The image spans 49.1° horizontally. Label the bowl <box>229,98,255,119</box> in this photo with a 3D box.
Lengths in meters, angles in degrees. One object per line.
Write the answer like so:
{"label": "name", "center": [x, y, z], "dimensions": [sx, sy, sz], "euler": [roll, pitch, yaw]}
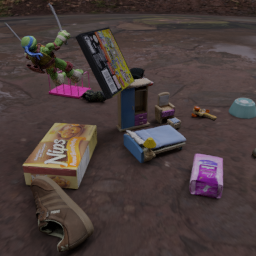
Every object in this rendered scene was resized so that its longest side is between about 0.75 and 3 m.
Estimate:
{"label": "bowl", "center": [5.038, -0.921, 12.170], "dimensions": [1.161, 0.607, 1.161], "euler": [1, 28, -1]}

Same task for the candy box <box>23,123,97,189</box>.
{"label": "candy box", "center": [-1.999, 0.761, 8.880], "dimensions": [1.540, 0.738, 2.669], "euler": [3, 28, 6]}

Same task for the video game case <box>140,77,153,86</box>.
{"label": "video game case", "center": [0.274, -2.497, 15.565], "dimensions": [1.878, 0.164, 1.343], "euler": [-15, 32, -25]}

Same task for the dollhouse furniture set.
{"label": "dollhouse furniture set", "center": [1.111, -0.432, 9.927], "dimensions": [2.699, 1.865, 2.859], "euler": [-12, 31, -21]}

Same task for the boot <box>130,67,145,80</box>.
{"label": "boot", "center": [0.118, -3.098, 15.879], "dimensions": [1.643, 0.608, 1.347], "euler": [13, 32, 9]}

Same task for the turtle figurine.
{"label": "turtle figurine", "center": [-2.446, -2.495, 8.957], "dimensions": [1.630, 2.196, 2.265], "euler": [-34, 53, 4]}

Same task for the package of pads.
{"label": "package of pads", "center": [2.266, 1.329, 8.044], "dimensions": [0.863, 0.542, 1.433], "euler": [6, 29, 16]}

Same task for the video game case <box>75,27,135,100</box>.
{"label": "video game case", "center": [-0.641, -2.122, 8.948], "dimensions": [0.261, 2.045, 1.848], "euler": [-19, 15, 31]}

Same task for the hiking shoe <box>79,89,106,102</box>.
{"label": "hiking shoe", "center": [-1.641, -1.449, 13.358], "dimensions": [1.422, 0.538, 0.716], "euler": [12, 39, 37]}

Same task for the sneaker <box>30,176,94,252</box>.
{"label": "sneaker", "center": [-1.856, 1.933, 6.631], "dimensions": [2.375, 0.836, 0.897], "euler": [24, 41, 39]}

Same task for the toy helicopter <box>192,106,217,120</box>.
{"label": "toy helicopter", "center": [3.277, -0.606, 11.944], "dimensions": [1.049, 0.414, 0.693], "euler": [26, 27, 22]}

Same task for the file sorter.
{"label": "file sorter", "center": [-2.983, -2.341, 14.258], "dimensions": [1.796, 1.126, 1.248], "euler": [11, 30, 19]}

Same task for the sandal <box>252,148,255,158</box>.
{"label": "sandal", "center": [4.983, 0.839, 9.011], "dimensions": [1.774, 0.484, 0.725], "euler": [12, 31, 22]}
